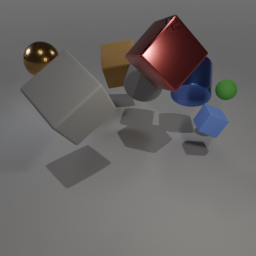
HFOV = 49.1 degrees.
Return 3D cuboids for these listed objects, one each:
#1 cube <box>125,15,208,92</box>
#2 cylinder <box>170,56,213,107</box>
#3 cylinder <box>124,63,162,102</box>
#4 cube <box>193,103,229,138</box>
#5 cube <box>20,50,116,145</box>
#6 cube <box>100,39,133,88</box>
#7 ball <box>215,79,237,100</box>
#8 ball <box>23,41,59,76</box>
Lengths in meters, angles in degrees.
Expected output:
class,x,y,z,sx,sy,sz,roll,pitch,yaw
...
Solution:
class,x,y,z,sx,sy,sz,roll,pitch,yaw
cube,1.020,-2.032,7.794,1.400,1.400,1.400,-49,22,-2
cylinder,2.294,-1.701,10.067,1.400,1.400,1.400,6,63,10
cylinder,0.656,-1.939,10.521,1.400,1.400,1.400,6,43,10
cube,2.642,-0.236,8.982,0.700,0.700,0.700,20,32,-17
cube,-1.365,-0.680,6.737,1.400,1.400,1.400,-43,69,-4
cube,-0.353,-2.787,12.294,1.400,1.400,1.400,-9,61,5
ball,3.298,-1.284,9.408,0.700,0.700,0.700,0,29,0
ball,-3.378,-2.671,11.000,1.400,1.400,1.400,0,29,0
